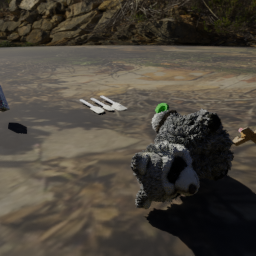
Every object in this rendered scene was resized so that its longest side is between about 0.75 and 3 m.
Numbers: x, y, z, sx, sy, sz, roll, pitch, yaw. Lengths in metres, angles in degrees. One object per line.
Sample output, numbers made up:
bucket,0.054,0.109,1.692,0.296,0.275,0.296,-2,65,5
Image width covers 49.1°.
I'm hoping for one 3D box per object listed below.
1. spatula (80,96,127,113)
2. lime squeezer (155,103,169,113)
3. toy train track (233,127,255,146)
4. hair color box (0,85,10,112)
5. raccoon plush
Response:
spatula,-1.039,-0.942,11.175,1.329,0.154,1.912,-16,26,-29
lime squeezer,1.169,-0.357,8.272,0.465,0.870,2.463,-41,-4,12
toy train track,3.040,-0.041,6.237,0.868,1.513,0.246,30,41,-37
hair color box,-4.318,-1.033,9.346,0.284,0.936,0.463,-24,-6,-3
raccoon plush,0.638,0.568,5.664,1.966,1.420,2.935,-20,9,-18
